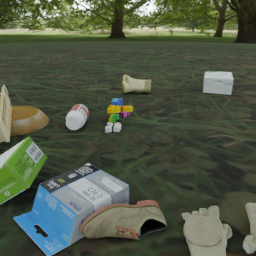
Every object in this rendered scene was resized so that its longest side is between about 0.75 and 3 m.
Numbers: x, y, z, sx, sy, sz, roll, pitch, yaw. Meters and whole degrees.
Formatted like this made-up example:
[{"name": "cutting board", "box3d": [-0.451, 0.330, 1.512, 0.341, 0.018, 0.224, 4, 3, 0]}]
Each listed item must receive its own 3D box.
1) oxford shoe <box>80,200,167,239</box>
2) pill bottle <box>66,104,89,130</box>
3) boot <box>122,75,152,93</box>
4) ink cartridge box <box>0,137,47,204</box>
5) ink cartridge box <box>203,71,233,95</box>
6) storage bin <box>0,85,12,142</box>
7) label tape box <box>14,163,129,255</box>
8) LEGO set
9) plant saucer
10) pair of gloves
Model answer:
[{"name": "oxford shoe", "box3d": [-0.046, 1.710, 5.000, 1.570, 0.553, 0.587, -9, 29, -20]}, {"name": "pill bottle", "box3d": [-1.839, -0.376, 10.074, 0.682, 0.682, 1.216, 1, 21, 3]}, {"name": "boot", "box3d": [0.478, -2.376, 15.059, 1.567, 0.734, 2.016, 0, 23, 1]}, {"name": "ink cartridge box", "box3d": [-2.925, 1.157, 6.348, 1.856, 0.703, 1.371, -32, 18, 13]}, {"name": "ink cartridge box", "box3d": [4.839, -2.468, 15.130, 1.468, 0.845, 2.011, 6, 22, 16]}, {"name": "storage bin", "box3d": [-4.508, -0.353, 8.236, 1.857, 0.870, 1.844, -10, 49, -8]}, {"name": "label tape box", "box3d": [-1.093, 1.462, 5.517, 1.876, 0.620, 1.344, -18, 28, -41]}, {"name": "LEGO set", "box3d": [-0.233, -0.582, 10.438, 0.876, 0.814, 2.135, 2, 23, 6]}, {"name": "plant saucer", "box3d": [-4.217, -0.370, 10.391, 2.474, 0.438, 2.474, 0, 22, 0]}, {"name": "pair of gloves", "box3d": [1.901, 1.916, 4.775, 1.870, 0.328, 1.590, -2, 25, 3]}]
